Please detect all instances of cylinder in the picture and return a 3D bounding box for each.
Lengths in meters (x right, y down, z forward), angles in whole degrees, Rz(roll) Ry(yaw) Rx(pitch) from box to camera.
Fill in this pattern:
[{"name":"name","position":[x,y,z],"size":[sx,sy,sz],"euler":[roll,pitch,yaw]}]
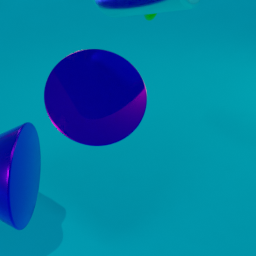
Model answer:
[{"name":"cylinder","position":[0.197,-1.725,2.919],"size":[0.998,0.998,0.998],"euler":[7,34,31]}]

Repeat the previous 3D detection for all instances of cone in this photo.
[{"name":"cone","position":[-1.821,0.535,3.305],"size":[1.260,1.255,1.255],"euler":[2,35,-4]},{"name":"cone","position":[-0.464,-0.245,3.887],"size":[1.217,1.221,1.217],"euler":[2,76,-9]}]

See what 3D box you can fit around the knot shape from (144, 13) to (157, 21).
[{"name":"knot shape","position":[0.526,-3.217,6.141],"size":[0.664,1.344,1.437],"euler":[-36,9,-27]}]
